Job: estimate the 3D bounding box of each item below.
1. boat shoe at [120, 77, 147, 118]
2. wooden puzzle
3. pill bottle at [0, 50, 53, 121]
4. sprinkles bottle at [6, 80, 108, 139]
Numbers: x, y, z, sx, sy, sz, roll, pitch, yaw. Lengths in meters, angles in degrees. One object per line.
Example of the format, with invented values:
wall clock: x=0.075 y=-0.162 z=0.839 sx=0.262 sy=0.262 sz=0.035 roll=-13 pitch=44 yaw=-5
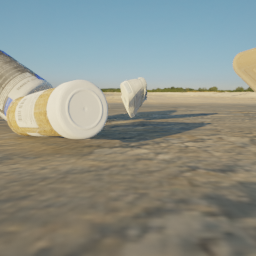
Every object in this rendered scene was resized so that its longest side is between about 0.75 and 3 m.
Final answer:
boat shoe: x=0.271 y=-1.116 z=9.967 sx=0.893 sy=0.938 sz=2.606 roll=-22 pitch=-18 yaw=-4
wooden puzzle: x=3.815 y=-0.790 z=5.122 sx=2.733 sy=0.683 sz=2.951 roll=-17 pitch=42 yaw=3
pill bottle: x=-3.685 y=-1.333 z=8.194 sx=2.792 sy=1.588 sz=1.588 roll=34 pitch=17 yaw=14
sprinkles bottle: x=-1.539 y=-0.294 z=5.513 sx=0.960 sy=0.960 sz=2.812 roll=-5 pitch=3 yaw=-38
